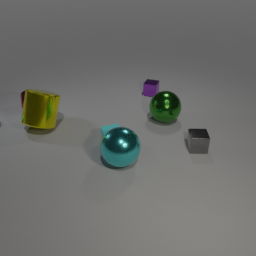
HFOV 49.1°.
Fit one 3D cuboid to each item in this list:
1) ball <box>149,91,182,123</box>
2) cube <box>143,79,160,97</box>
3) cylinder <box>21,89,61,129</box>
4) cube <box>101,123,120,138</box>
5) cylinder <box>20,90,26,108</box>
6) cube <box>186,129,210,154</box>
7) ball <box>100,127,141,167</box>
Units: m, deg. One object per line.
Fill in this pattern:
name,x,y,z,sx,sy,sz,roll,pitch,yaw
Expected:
ball,1.629,-0.924,12.246,1.400,1.400,1.400,0,31,0
cube,1.235,-2.123,14.865,0.700,0.700,0.700,11,32,17
cylinder,-3.623,-0.813,11.659,1.400,1.400,1.400,12,9,-2
cube,-0.610,0.344,10.761,0.700,0.700,0.700,-11,35,-12
cylinder,-4.740,-1.329,13.362,0.700,0.700,0.700,-10,59,-16
cube,2.641,0.492,10.585,0.700,0.700,0.700,1,31,1
ball,-0.257,0.651,9.654,1.400,1.400,1.400,0,31,0
